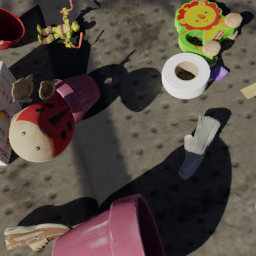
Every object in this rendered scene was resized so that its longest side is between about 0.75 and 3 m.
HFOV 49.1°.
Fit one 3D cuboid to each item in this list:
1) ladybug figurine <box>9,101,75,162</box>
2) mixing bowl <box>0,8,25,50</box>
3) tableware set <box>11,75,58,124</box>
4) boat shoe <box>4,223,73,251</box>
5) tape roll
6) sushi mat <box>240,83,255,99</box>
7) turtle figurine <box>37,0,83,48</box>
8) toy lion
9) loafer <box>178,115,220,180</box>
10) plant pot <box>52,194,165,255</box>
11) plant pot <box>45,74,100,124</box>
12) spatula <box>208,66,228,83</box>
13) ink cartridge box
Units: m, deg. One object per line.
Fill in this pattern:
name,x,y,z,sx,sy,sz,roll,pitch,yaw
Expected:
ladybug figurine,-2.216,-0.043,7.779,1.604,0.850,2.363,45,32,-12
mixing bowl,-5.324,-3.889,11.409,1.909,1.034,1.909,19,49,-24
tableware set,-2.907,-0.727,8.659,0.228,1.964,1.640,28,27,23
boat shoe,-2.723,3.354,8.601,2.132,0.807,0.765,-8,70,6
tape roll,2.235,-2.037,10.896,1.798,0.629,1.798,-3,65,6
sushi mat,4.986,-1.515,11.080,1.011,0.061,0.484,-25,69,-10
turtle figurine,-2.837,-4.210,11.885,1.875,0.749,2.326,-12,78,4
toy lion,3.112,-4.262,11.922,2.728,0.977,2.846,32,70,20
loafer,2.334,0.622,9.757,0.886,0.887,2.538,26,64,20
plant pot,-0.482,3.491,7.577,2.572,2.873,2.873,-18,67,9
plant pot,-1.935,-1.131,10.147,1.714,1.714,1.534,42,56,16
spatula,3.161,-1.832,11.153,1.843,0.189,0.521,-37,70,-14
ink cartridge box,-5.137,-0.452,9.436,2.160,2.198,2.986,4,67,1
